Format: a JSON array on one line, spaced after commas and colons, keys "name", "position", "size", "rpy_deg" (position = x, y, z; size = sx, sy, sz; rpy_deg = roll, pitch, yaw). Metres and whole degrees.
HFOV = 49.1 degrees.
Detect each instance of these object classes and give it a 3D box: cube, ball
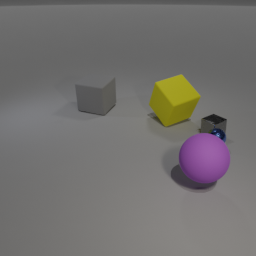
[{"name": "cube", "position": [1.927, -1.160, 11.846], "size": [1.400, 1.400, 1.400], "rpy_deg": [-20, 59, -23]}, {"name": "ball", "position": [2.142, 0.847, 7.901], "size": [1.400, 1.400, 1.400], "rpy_deg": [0, 27, 0]}, {"name": "cube", "position": [-1.480, -1.618, 13.202], "size": [1.400, 1.400, 1.400], "rpy_deg": [12, 35, 20]}, {"name": "cube", "position": [3.367, -0.051, 11.035], "size": [0.700, 0.700, 0.700], "rpy_deg": [-20, 31, -27]}, {"name": "ball", "position": [3.237, 0.354, 10.262], "size": [0.700, 0.700, 0.700], "rpy_deg": [0, 27, 0]}]
